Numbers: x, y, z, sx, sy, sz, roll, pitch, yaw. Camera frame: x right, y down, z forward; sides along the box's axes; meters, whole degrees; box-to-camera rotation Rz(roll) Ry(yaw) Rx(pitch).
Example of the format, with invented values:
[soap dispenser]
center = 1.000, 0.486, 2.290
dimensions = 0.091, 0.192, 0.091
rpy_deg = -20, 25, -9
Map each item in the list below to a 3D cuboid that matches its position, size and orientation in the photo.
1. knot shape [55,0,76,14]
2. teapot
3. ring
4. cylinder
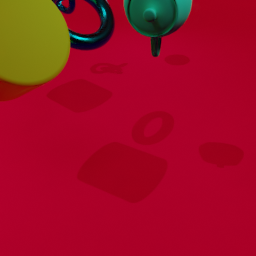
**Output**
[knot shape]
center = -2.040, -3.813, 7.817
dimensions = 1.165, 1.245, 0.575
rpy_deg = -4, 18, 7
[teapot]
center = 0.373, -1.742, 3.880
dimensions = 0.980, 1.576, 0.772
rpy_deg = 6, 42, 15
[ring]
center = -0.901, -2.058, 5.084
dimensions = 1.427, 0.285, 1.427
rpy_deg = 9, 69, -24
[cylinder]
center = -1.711, -1.128, 3.939
dimensions = 1.347, 1.347, 1.347
rpy_deg = -37, 18, -34
